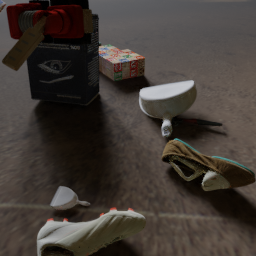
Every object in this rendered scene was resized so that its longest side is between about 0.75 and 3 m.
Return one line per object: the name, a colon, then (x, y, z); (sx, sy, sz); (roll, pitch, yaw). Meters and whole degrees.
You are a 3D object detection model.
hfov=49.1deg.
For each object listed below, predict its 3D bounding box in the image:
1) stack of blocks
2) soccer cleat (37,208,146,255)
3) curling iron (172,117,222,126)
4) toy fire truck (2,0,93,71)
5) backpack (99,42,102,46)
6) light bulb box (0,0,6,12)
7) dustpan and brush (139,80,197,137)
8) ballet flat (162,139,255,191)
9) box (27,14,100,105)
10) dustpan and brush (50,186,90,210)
stack of blocks: (-0.557, -3.006, 12.538); (1.506, 0.766, 2.615); (-17, 36, -25)
soccer cleat: (-0.617, 1.922, 4.898); (1.932, 0.670, 0.750); (-8, 37, 0)
curling iron: (2.067, -0.150, 8.548); (1.554, 0.199, 0.385); (7, 33, 12)
toy fire truck: (-2.006, -2.094, 6.042); (1.836, 1.342, 2.086); (12, 24, 27)
backpack: (-1.670, -4.319, 14.867); (0.504, 0.664, 0.796); (18, 28, -9)
light bulb box: (-3.542, -2.364, 5.315); (1.674, 1.045, 1.659); (37, 28, -28)
dustpan and brush: (1.230, -0.639, 8.901); (2.011, 0.825, 2.881); (-8, 22, 14)
ballet flat: (1.685, 0.948, 6.426); (2.219, 0.753, 0.803); (26, 61, 35)
box: (-2.174, -2.394, 9.549); (2.113, 2.856, 1.490); (8, 26, 10)
dustpan and brush: (-1.178, 1.526, 5.922); (0.768, 0.220, 0.536); (2, 41, 15)
